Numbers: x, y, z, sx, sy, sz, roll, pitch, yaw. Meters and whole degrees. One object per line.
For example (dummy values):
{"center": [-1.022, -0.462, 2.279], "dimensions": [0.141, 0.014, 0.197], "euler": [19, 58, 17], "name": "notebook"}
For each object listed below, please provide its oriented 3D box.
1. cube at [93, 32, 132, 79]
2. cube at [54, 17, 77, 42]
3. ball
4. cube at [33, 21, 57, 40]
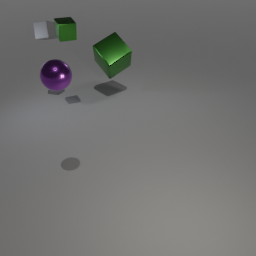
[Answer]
{"center": [-0.784, -3.649, 14.179], "dimensions": [1.400, 1.400, 1.400], "euler": [-36, 78, -12], "name": "cube"}
{"center": [-2.473, -3.912, 11.091], "dimensions": [0.700, 0.700, 0.700], "euler": [-15, 44, -22], "name": "cube"}
{"center": [-1.608, -1.177, 6.266], "dimensions": [0.700, 0.700, 0.700], "euler": [0, 30, 0], "name": "ball"}
{"center": [-3.650, -4.320, 12.420], "dimensions": [0.700, 0.700, 0.700], "euler": [0, 14, 21], "name": "cube"}
